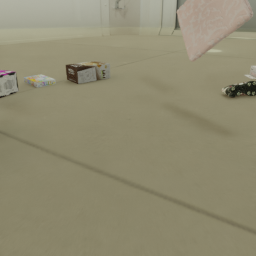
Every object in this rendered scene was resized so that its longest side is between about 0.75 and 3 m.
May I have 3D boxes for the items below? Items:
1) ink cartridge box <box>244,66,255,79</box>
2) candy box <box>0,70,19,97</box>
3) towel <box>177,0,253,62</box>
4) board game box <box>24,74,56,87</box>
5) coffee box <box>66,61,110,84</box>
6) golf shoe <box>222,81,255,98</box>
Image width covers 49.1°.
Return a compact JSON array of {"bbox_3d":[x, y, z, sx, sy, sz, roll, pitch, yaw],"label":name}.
[{"bbox_3d":[5.983,-2.482,12.437,1.336,0.446,0.774,-1,23,-3],"label":"ink cartridge box"},{"bbox_3d":[-5.329,-1.382,9.439,1.781,0.796,2.611,10,26,21],"label":"candy box"},{"bbox_3d":[2.408,-3.337,8.210,0.344,2.036,2.132,6,-26,-34],"label":"towel"},{"bbox_3d":[-3.624,-1.940,11.477,0.805,0.205,1.198,-21,31,-39],"label":"board game box"},{"bbox_3d":[-1.694,-2.420,12.016,1.659,0.661,0.949,-19,30,-37],"label":"coffee box"},{"bbox_3d":[4.016,-1.410,9.897,1.383,0.534,0.609,-6,17,-15],"label":"golf shoe"}]
